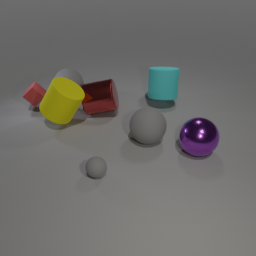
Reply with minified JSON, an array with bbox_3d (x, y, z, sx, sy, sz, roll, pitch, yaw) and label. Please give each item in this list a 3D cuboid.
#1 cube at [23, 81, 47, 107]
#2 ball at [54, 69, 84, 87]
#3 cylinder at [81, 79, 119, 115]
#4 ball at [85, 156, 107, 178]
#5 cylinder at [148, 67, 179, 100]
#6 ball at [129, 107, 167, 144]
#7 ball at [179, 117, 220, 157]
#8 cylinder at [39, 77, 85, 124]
[{"bbox_3d":[-4.213,-1.540,12.706,0.700,0.700,0.700,-39,27,16],"label":"cube"},{"bbox_3d":[-2.788,-2.082,13.174,1.400,1.400,1.400,0,32,0],"label":"ball"},{"bbox_3d":[-1.240,-1.371,12.440,1.400,1.400,1.400,-10,31,8],"label":"cylinder"},{"bbox_3d":[-1.035,1.267,9.098,0.700,0.700,0.700,0,32,0],"label":"ball"},{"bbox_3d":[1.666,-2.115,13.187,1.400,1.400,1.400,1,17,0],"label":"cylinder"},{"bbox_3d":[0.754,-0.095,10.589,1.400,1.400,1.400,0,32,0],"label":"ball"},{"bbox_3d":[2.530,0.319,9.983,1.400,1.400,1.400,0,32,0],"label":"ball"},{"bbox_3d":[-2.692,-1.109,11.433,1.400,1.400,1.400,27,30,-17],"label":"cylinder"}]
